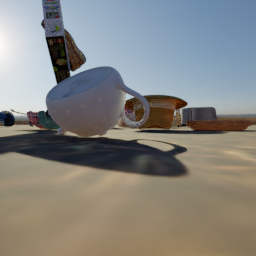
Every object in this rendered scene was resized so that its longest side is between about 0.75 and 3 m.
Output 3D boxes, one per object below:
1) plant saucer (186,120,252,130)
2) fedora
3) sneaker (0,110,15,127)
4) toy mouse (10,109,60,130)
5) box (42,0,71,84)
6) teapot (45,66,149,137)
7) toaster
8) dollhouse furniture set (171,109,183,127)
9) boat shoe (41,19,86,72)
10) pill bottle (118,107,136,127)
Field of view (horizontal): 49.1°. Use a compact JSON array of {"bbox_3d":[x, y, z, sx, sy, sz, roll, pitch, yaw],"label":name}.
[{"bbox_3d":[2.320,-0.070,7.212,1.599,0.258,1.599,0,0,0],"label":"plant saucer"},{"bbox_3d":[0.724,-0.354,7.722,1.971,0.804,1.971,0,-7,0],"label":"fedora"},{"bbox_3d":[-6.941,-0.445,14.479,1.014,0.877,2.340,-5,-2,24],"label":"sneaker"},{"bbox_3d":[-2.115,-0.221,7.856,2.713,0.525,2.411,0,0,40],"label":"toy mouse"},{"bbox_3d":[-2.045,-2.352,8.271,0.465,1.474,2.679,-7,-22,-9],"label":"box"},{"bbox_3d":[-0.408,-0.231,3.332,1.001,0.741,1.014,-29,28,-13],"label":"teapot"},{"bbox_3d":[3.133,-0.480,12.777,1.499,0.890,1.356,-2,0,-6],"label":"toaster"},{"bbox_3d":[1.866,-0.718,15.443,2.978,1.318,1.543,0,1,-28],"label":"dollhouse furniture set"},{"bbox_3d":[-2.525,-3.117,10.815,0.894,0.848,2.361,18,-23,43],"label":"boat shoe"},{"bbox_3d":[0.654,-0.690,13.544,2.283,1.294,1.294,0,1,-13],"label":"pill bottle"}]
